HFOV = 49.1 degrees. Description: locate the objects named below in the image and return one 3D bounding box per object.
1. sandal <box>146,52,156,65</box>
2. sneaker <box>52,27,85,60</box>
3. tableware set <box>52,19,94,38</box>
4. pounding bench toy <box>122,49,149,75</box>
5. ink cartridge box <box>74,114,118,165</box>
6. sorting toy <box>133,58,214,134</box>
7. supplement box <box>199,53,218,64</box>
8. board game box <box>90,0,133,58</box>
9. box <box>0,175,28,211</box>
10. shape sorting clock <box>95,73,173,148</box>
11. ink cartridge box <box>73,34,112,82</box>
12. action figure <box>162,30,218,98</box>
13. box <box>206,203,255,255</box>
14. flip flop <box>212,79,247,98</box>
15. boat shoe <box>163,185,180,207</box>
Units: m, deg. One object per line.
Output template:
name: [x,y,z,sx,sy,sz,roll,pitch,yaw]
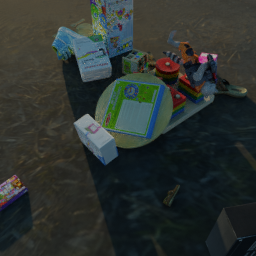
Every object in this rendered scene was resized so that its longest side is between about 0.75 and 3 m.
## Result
sandal: [1.030,-3.294,13.082,0.455,0.306,1.134,-5,48,-4]
sneaker: [-2.472,-3.597,13.101,2.285,0.909,1.492,25,72,2]
tableware set: [-2.605,-4.587,14.206,2.159,0.433,1.427,-39,71,-24]
pounding bench toy: [0.548,-2.786,12.257,1.282,0.797,1.000,25,51,23]
ink cartridge box: [-1.046,0.371,9.185,0.612,1.044,1.445,-36,56,-19]
sorting toy: [1.445,-1.561,10.997,2.864,0.997,2.847,-31,55,-24]
supplement box: [3.330,-2.618,11.956,0.747,0.731,1.445,14,35,18]
board game box: [-0.727,-4.937,12.906,1.456,2.777,1.430,-27,53,-22]
box: [-3.590,1.926,8.359,0.659,0.188,0.963,34,56,28]
shape sorting clock: [0.169,-0.654,9.900,2.870,0.563,2.870,-6,69,15]
ink cartridge box: [-1.550,-3.042,12.176,1.304,0.756,1.801,-14,69,-10]
action figure: [2.444,-2.141,10.243,1.318,2.521,2.438,-32,72,13]
box: [2.772,2.540,6.615,1.363,1.931,0.761,-9,48,-9]
flip flop: [3.921,-1.715,11.462,1.918,0.552,0.778,14,49,12]
boat shoe: [1.294,1.951,8.284,0.257,0.272,0.757,24,52,19]
